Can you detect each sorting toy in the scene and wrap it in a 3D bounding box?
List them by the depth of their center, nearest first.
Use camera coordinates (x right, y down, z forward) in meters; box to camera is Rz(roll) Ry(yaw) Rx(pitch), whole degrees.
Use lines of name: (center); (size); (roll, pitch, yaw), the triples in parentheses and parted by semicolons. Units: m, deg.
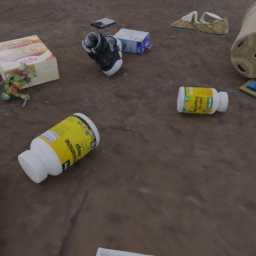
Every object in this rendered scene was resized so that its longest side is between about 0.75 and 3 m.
sorting toy: (5.019, -1.272, 9.629); (1.428, 0.257, 1.917); (-30, 49, -30)

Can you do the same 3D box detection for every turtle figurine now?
turtle figurine: (-3.509, -1.414, 9.157); (0.967, 1.344, 1.304); (36, 73, -17)

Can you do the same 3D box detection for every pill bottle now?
pill bottle: (-1.691, 0.492, 6.964); (1.043, 1.043, 1.855); (29, 50, 30)
pill bottle: (2.304, -0.848, 8.720); (1.428, 0.805, 0.805); (4, 41, 3)

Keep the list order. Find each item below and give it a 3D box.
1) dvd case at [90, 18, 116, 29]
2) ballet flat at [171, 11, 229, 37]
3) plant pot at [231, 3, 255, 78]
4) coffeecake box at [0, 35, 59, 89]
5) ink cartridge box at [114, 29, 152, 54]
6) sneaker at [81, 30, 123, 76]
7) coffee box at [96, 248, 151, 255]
dvd case: (-1.292, -5.494, 14.673); (1.086, 0.134, 0.816); (-32, 50, -32)
ballet flat: (1.077, -1.593, 4.213); (0.910, 0.297, 0.321); (19, 34, 28)
plant pot: (4.973, -3.101, 10.119); (2.588, 2.588, 2.369); (26, 52, 27)
coffeecake box: (-3.933, -2.520, 10.611); (1.848, 0.880, 2.408); (-21, 45, -23)
ink cartridge box: (0.251, -3.802, 12.313); (1.612, 0.616, 1.100); (13, 42, 18)
sneaker: (-1.003, -3.243, 10.857); (0.981, 1.480, 2.601); (-33, 39, 20)
coffee box: (0.163, 2.782, 3.955); (1.454, 1.452, 1.438); (6, 41, 6)
